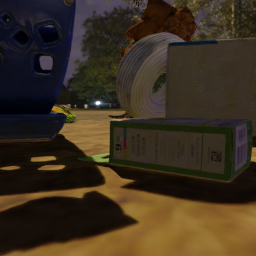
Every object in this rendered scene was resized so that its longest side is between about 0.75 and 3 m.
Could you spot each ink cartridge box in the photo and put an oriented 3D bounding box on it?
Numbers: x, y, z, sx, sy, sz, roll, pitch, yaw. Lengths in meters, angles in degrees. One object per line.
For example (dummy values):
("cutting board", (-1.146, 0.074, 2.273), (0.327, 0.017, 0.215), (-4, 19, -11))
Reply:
("ink cartridge box", (2.038, -0.905, 6.829), (1.948, 1.914, 2.646), (1, 4, 15))
("ink cartridge box", (0.337, 0.130, 2.777), (1.544, 0.458, 0.801), (3, 5, 33))

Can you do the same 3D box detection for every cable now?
("cable", (1.000, -1.472, 8.906), (2.905, 2.904, 1.006), (-12, 38, -33))

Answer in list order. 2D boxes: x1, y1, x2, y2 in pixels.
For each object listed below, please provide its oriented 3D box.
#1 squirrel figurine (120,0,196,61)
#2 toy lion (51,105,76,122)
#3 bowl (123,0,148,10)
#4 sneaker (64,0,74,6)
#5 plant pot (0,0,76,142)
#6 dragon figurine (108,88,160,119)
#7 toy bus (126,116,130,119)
("squirrel figurine", (1.001, -3.186, 10.385), (2.931, 2.736, 2.075), (22, -19, 43))
("toy lion", (-2.728, -0.592, 11.032), (1.638, 0.587, 1.708), (28, 6, 41))
("bowl", (-0.057, -3.211, 5.316), (0.835, 1.778, 1.778), (-42, -21, 31))
("sneaker", (-1.117, -1.951, 3.391), (1.176, 0.473, 0.449), (32, 43, 6))
("plant pot", (-2.347, -1.004, 4.998), (2.674, 2.404, 2.674), (-2, 4, -16))
("dragon figurine", (0.540, -0.965, 11.449), (2.828, 1.406, 0.832), (2, 4, 33))
("toy bus", (0.844, -0.779, 14.427), (1.865, 0.607, 0.730), (1, 4, 8))
